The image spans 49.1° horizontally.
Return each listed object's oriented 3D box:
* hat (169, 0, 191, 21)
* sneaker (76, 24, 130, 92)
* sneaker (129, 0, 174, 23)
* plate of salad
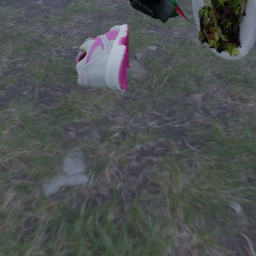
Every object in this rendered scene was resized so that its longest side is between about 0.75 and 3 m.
[{"bbox_3d":[1.793,-4.125,9.700,0.987,1.121,0.928,8,2,17],"label":"hat"},{"bbox_3d":[-0.365,-1.104,4.176,0.749,0.691,1.698,0,31,3],"label":"sneaker"},{"bbox_3d":[0.583,-3.584,7.931,1.216,0.700,2.332,23,24,-17],"label":"sneaker"},{"bbox_3d":[2.676,-3.387,8.352,0.716,2.981,2.981,-26,46,-12],"label":"plate of salad"}]
